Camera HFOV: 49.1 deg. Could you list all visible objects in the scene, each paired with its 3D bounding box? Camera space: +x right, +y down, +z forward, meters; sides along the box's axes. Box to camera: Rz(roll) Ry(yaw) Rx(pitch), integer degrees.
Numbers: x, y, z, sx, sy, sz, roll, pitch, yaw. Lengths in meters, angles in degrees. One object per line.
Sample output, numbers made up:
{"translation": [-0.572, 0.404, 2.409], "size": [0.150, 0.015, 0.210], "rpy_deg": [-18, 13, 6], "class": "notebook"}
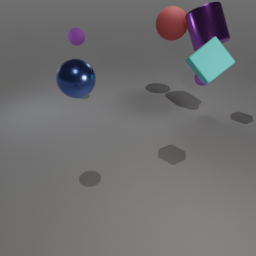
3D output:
{"translation": [1.900, -4.508, 12.113], "size": [1.400, 1.400, 1.400], "rpy_deg": [0, 29, 0], "class": "ball"}
{"translation": [-2.101, -3.724, 11.412], "size": [0.700, 0.700, 0.700], "rpy_deg": [0, 29, 0], "class": "ball"}
{"translation": [3.167, -2.125, 11.828], "size": [0.700, 0.700, 0.700], "rpy_deg": [0, 29, 0], "class": "ball"}
{"translation": [1.810, -1.497, 6.263], "size": [0.700, 0.700, 0.700], "rpy_deg": [-39, 4, 9], "class": "cube"}
{"translation": [-0.930, -0.884, 5.038], "size": [0.700, 0.700, 0.700], "rpy_deg": [0, 29, 0], "class": "ball"}
{"translation": [3.036, -3.848, 10.741], "size": [1.400, 1.400, 1.400], "rpy_deg": [-17, 4, 1], "class": "cylinder"}
